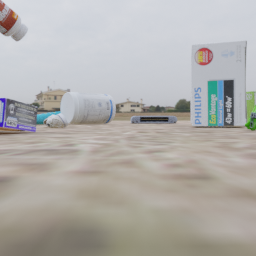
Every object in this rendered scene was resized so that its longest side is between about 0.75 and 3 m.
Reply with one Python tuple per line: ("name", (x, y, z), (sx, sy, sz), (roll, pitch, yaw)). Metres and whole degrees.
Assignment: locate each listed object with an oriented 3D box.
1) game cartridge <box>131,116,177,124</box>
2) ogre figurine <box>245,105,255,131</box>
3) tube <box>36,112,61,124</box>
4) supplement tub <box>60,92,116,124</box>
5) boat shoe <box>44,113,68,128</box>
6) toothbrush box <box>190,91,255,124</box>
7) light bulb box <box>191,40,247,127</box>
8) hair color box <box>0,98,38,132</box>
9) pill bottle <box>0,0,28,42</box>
("game cartridge", (1.303, -0.434, 14.769), (2.323, 0.470, 1.549), (0, -2, -2))
("ogre figurine", (2.886, -0.344, 5.226), (1.337, 0.802, 0.656), (0, 1, 19))
("tube", (-3.674, -0.352, 11.624), (0.843, 0.549, 2.177), (-15, -3, 37))
("supplement tub", (-1.735, -0.857, 12.354), (2.105, 1.389, 1.389), (-1, 2, -38))
("boat shoe", (-1.851, -0.140, 7.029), (0.368, 0.374, 1.054), (-32, 22, -29))
("toothbrush box", (4.294, -0.756, 11.340), (2.087, 1.234, 2.866), (-2, 4, -38))
("light bulb box", (2.585, -1.139, 8.092), (1.386, 2.202, 2.222), (0, 3, 16))
("hair color box", (-2.290, -0.198, 4.423), (1.454, 0.471, 0.795), (0, -6, 15))
("pill bottle", (-4.316, -3.779, 9.670), (0.901, 0.901, 1.606), (1, -25, 39))
